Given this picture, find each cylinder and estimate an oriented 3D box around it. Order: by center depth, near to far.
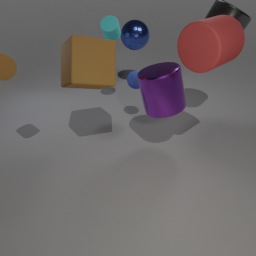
[{"bbox_3d":[-3.638,-1.768,7.889,0.700,0.700,0.700,27,42,34],"label":"cylinder"},{"bbox_3d":[2.391,-2.439,8.091,1.400,1.400,1.400,-28,42,-36],"label":"cylinder"},{"bbox_3d":[1.114,-1.251,9.158,1.400,1.400,1.400,-12,29,7],"label":"cylinder"},{"bbox_3d":[3.352,-3.590,9.973,1.400,1.400,1.400,25,25,-13],"label":"cylinder"},{"bbox_3d":[-0.669,-3.832,10.814,0.700,0.700,0.700,-2,76,6],"label":"cylinder"}]

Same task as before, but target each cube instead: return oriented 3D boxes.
[{"bbox_3d":[-1.282,-1.995,8.843,1.400,1.400,1.400,-1,3,-26],"label":"cube"}]

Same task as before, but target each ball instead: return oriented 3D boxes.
[{"bbox_3d":[0.307,-1.840,10.723,0.700,0.700,0.700,0,33,0],"label":"ball"},{"bbox_3d":[0.334,-4.465,13.474,1.400,1.400,1.400,0,33,0],"label":"ball"}]
